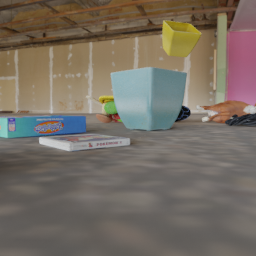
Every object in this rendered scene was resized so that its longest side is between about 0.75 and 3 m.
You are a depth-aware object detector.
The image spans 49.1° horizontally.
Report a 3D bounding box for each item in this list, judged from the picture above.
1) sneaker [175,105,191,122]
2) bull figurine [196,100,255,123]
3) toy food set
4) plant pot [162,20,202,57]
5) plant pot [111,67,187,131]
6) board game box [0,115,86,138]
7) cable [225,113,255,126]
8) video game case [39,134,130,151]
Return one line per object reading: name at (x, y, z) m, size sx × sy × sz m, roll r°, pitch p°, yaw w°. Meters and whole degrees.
sneaker at (1.853, -0.589, 12.393) m, size 2.314 × 0.811 × 0.901 m, roll -5°, pitch 13°, yaw -17°
bull figurine at (4.306, -0.679, 11.898) m, size 2.924 × 0.952 × 1.775 m, roll -1°, pitch 1°, yaw -40°
toy food set at (-0.452, -0.565, 11.541) m, size 2.947 × 0.963 × 1.734 m, roll 7°, pitch -17°, yaw 47°
plant pot at (2.094, -3.660, 11.672) m, size 1.266 × 1.117 × 1.266 m, roll 1°, pitch 37°, yaw -16°
plant pot at (0.577, -0.737, 7.718) m, size 1.547 × 1.576 × 1.543 m, roll -3°, pitch 4°, yaw -43°
board game box at (-2.103, -0.071, 6.368) m, size 1.831 × 0.412 × 1.393 m, roll -4°, pitch 5°, yaw -44°
cable at (4.312, -0.296, 9.466) m, size 1.877 × 0.477 × 1.531 m, roll 4°, pitch 6°, yaw 42°
video game case at (-0.702, 0.202, 4.403) m, size 1.022 × 0.129 × 1.121 m, roll -3°, pitch 5°, yaw -37°
